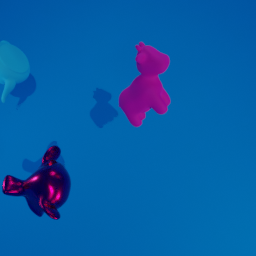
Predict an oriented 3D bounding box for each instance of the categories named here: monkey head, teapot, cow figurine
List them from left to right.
[{"bbox_3d":[-2.850,-1.390,6.540,0.794,1.009,1.622,-27,66,30],"label":"teapot"},{"bbox_3d":[-1.642,1.044,5.203,0.928,1.108,1.541,-38,43,29],"label":"monkey head"},{"bbox_3d":[0.235,-0.727,4.659,1.182,0.649,1.163,-28,105,28],"label":"cow figurine"}]
